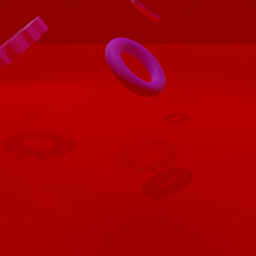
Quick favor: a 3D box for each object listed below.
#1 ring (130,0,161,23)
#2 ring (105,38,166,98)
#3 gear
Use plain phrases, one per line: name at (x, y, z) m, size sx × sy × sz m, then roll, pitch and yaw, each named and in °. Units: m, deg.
ring at (0.523, -3.506, 8.286) m, size 1.102 × 0.220 × 1.102 m, roll 33°, pitch 23°, yaw -16°
ring at (0.145, -1.014, 4.667) m, size 1.194 × 1.194 × 0.239 m, roll -23°, pitch -15°, yaw -50°
gear at (-2.575, -1.842, 6.332) m, size 1.716 × 0.317 × 1.716 m, roll -29°, pitch 30°, yaw 18°
